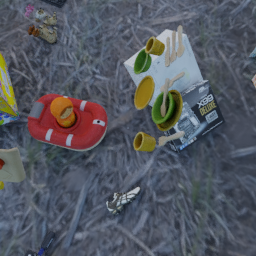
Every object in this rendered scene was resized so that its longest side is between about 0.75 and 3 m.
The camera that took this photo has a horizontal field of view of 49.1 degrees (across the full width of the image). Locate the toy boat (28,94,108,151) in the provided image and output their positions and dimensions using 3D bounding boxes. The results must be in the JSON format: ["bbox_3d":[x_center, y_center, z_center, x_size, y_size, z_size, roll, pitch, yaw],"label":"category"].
[{"bbox_3d":[-2.018,-0.377,9.165,2.703,1.767,1.764,13,66,6],"label":"toy boat"}]

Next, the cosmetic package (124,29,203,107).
[{"bbox_3d":[1.254,-1.903,9.496,1.922,1.916,1.181,-41,39,-8],"label":"cosmetic package"}]

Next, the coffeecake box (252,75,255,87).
[{"bbox_3d":[5.300,-1.523,10.432,0.864,0.411,1.125,-12,66,-5],"label":"coffeecake box"}]

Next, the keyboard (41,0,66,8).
[{"bbox_3d":[-3.365,-5.867,12.538,1.242,0.159,0.746,25,68,10],"label":"keyboard"}]

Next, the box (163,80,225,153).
[{"bbox_3d":[2.076,-0.399,9.399,2.081,0.518,1.641,-31,108,-13],"label":"box"}]

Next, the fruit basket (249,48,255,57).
[{"bbox_3d":[5.588,-3.216,10.519,1.528,1.650,0.773,-4,64,-1],"label":"fruit basket"}]

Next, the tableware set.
[{"bbox_3d":[0.500,-0.830,6.168,0.422,1.854,2.752,15,66,-26],"label":"tableware set"}]

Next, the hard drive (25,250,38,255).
[{"bbox_3d":[-2.510,4.205,7.937,1.331,0.252,0.930,23,68,11],"label":"hard drive"}]

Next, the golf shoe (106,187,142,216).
[{"bbox_3d":[-0.126,2.158,8.744,1.228,0.477,0.580,-37,71,-16],"label":"golf shoe"}]

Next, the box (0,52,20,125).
[{"bbox_3d":[-5.587,-1.408,9.671,2.666,1.689,2.768,-18,68,-8],"label":"box"}]

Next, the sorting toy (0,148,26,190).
[{"bbox_3d":[-2.821,0.911,5.548,1.432,1.923,0.257,3,55,-11],"label":"sorting toy"}]

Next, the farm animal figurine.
[{"bbox_3d":[-3.541,-4.178,11.499,1.287,0.801,1.594,-1,61,-21],"label":"farm animal figurine"}]

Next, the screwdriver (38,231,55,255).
[{"bbox_3d":[-2.599,3.736,7.917,0.245,0.255,1.755,25,49,6],"label":"screwdriver"}]
